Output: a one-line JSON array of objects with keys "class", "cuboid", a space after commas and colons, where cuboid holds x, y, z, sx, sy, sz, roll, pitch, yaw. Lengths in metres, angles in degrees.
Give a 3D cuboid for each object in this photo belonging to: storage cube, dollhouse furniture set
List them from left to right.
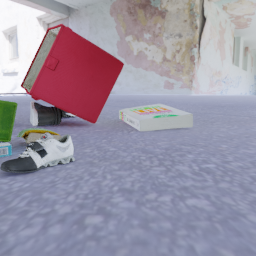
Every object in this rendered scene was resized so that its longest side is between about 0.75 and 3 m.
[{"class": "dollhouse furniture set", "cuboid": [-2.516, -0.144, 6.848, 1.779, 0.893, 1.165, 8, 3, -31]}, {"class": "storage cube", "cuboid": [-2.164, -2.037, 10.643, 2.636, 2.932, 2.507, 26, 1, -30]}]

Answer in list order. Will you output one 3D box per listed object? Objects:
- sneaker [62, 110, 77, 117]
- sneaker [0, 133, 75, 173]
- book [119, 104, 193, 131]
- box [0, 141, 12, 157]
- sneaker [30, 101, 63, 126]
[{"class": "sneaker", "cuboid": [-2.733, -1.073, 13.765, 0.925, 1.004, 2.509, 4, 11, 13]}, {"class": "sneaker", "cuboid": [-1.630, 0.416, 5.120, 0.533, 0.637, 1.439, 9, 14, 39]}, {"class": "book", "cuboid": [0.906, -0.380, 10.658, 1.935, 0.696, 2.897, -6, 12, -15]}, {"class": "box", "cuboid": [-2.933, 0.429, 6.256, 0.405, 0.242, 0.985, -6, 11, -35]}, {"class": "sneaker", "cuboid": [-3.271, -0.567, 11.184, 1.170, 0.834, 2.359, -2, 14, -23]}]
